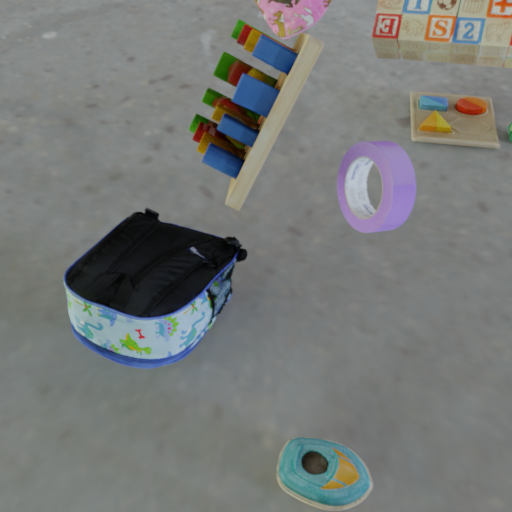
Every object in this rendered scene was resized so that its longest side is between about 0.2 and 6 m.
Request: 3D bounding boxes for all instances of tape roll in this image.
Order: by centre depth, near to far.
[{"bbox_3d":[1.456,-0.850,6.912,0.364,1.109,1.109,-7,47,-25],"label":"tape roll"}]

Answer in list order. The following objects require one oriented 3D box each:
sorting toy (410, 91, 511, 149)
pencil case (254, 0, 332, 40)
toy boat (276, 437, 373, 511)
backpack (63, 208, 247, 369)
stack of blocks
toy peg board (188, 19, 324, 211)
[{"bbox_3d":[4.251,-2.723,10.969,2.373,0.349,1.754,6,48,6],"label":"sorting toy"},{"bbox_3d":[0.113,-4.247,7.938,0.985,2.380,1.030,-54,33,-13],"label":"pencil case"},{"bbox_3d":[0.706,2.558,6.021,1.067,0.590,1.269,10,48,8],"label":"toy boat"},{"bbox_3d":[-1.351,0.538,7.155,1.806,1.450,1.973,19,33,16],"label":"backpack"},{"bbox_3d":[2.488,-2.880,6.389,2.099,0.615,1.208,11,90,18],"label":"stack of blocks"},{"bbox_3d":[-0.163,-1.894,6.845,0.990,2.024,2.015,25,21,-8],"label":"toy peg board"}]
